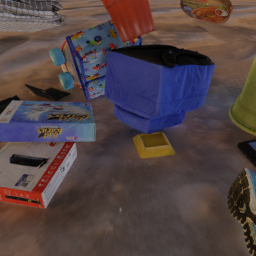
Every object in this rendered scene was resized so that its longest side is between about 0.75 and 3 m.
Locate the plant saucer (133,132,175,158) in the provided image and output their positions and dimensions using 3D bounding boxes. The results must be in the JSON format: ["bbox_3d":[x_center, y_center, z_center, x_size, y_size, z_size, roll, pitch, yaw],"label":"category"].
[{"bbox_3d":[0.708,0.410,7.783,0.984,0.238,0.984,-6,33,-10],"label":"plant saucer"}]

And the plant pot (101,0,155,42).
[{"bbox_3d":[0.077,-2.965,7.236,1.265,1.230,1.265,-21,15,6],"label":"plant pot"}]

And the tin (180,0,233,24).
[{"bbox_3d":[2.620,-4.105,9.437,1.832,1.026,0.383,28,82,30],"label":"tin"}]

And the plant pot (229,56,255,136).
[{"bbox_3d":[4.707,-1.350,8.473,2.724,2.504,2.724,0,32,0],"label":"plant pot"}]

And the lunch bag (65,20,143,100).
[{"bbox_3d":[-0.708,-2.108,9.660,2.069,2.748,1.293,-24,63,-11],"label":"lunch bag"}]

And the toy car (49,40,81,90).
[{"bbox_3d":[-2.257,-2.820,11.710,2.017,1.936,2.189,-28,28,-21],"label":"toy car"}]

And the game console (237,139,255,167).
[{"bbox_3d":[3.813,0.433,7.133,1.445,0.841,1.271,-9,40,-16],"label":"game console"}]

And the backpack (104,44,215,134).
[{"bbox_3d":[0.981,-1.284,8.434,2.903,2.436,2.359,-20,40,-41],"label":"backpack"}]

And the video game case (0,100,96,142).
[{"bbox_3d":[-2.213,-0.255,7.923,2.441,0.555,2.213,0,20,-11],"label":"video game case"}]

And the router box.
[{"bbox_3d":[-2.372,0.943,6.680,1.720,0.468,1.917,6,32,9],"label":"router box"}]

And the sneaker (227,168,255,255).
[{"bbox_3d":[2.633,1.677,5.433,0.946,0.825,2.104,14,35,-9],"label":"sneaker"}]

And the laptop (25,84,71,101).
[{"bbox_3d":[-2.963,-1.436,10.411,1.083,0.631,1.222,19,36,27],"label":"laptop"}]

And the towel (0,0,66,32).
[{"bbox_3d":[-2.803,-2.841,6.602,2.151,0.921,1.781,-15,19,-41],"label":"towel"}]

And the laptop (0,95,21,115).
[{"bbox_3d":[-4.244,-0.317,9.114,1.751,1.015,1.640,45,47,12],"label":"laptop"}]
